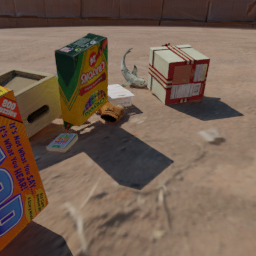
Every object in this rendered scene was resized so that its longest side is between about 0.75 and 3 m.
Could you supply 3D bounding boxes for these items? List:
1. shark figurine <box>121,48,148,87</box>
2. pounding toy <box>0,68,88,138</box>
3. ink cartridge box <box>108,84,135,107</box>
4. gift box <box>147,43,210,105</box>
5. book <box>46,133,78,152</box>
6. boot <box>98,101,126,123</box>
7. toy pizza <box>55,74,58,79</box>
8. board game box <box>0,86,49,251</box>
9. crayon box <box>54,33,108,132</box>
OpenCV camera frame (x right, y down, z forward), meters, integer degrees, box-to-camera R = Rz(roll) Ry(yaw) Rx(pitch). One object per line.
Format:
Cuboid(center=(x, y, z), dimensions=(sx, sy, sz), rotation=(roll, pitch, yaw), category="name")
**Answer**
Cuboid(center=(0.072, -2.996, 15.165), dimensions=(1.519, 2.543, 1.061), rotation=(-27, -17, 7), category="shark figurine")
Cuboid(center=(-3.469, -0.718, 9.820), dimensions=(2.702, 2.087, 2.935), rotation=(15, 39, 31), category="pounding toy")
Cuboid(center=(-0.554, -1.354, 12.269), dimensions=(1.088, 0.631, 1.869), rotation=(-11, 26, -22), category="ink cartridge box")
Cuboid(center=(2.327, -2.503, 12.988), dimensions=(2.489, 2.297, 2.324), rotation=(-6, 34, -20), category="gift box")
Cuboid(center=(-2.082, 0.460, 8.936), dimensions=(0.626, 0.225, 0.938), rotation=(3, 27, 15), category="book")
Cuboid(center=(-0.880, -0.598, 10.912), dimensions=(1.447, 0.555, 1.124), rotation=(13, 32, 11), category="boot")
Cuboid(center=(-3.440, -2.421, 14.829), dimensions=(2.527, 0.400, 2.527), rotation=(1, 24, 0), category="toy pizza")
Cuboid(center=(-3.445, 0.773, 4.617), dimensions=(2.657, 2.654, 2.655), rotation=(19, 42, 27), category="board game box")
Cuboid(center=(-1.417, -1.383, 9.276), dimensions=(0.743, 2.923, 1.856), rotation=(19, 41, 20), category="crayon box")
